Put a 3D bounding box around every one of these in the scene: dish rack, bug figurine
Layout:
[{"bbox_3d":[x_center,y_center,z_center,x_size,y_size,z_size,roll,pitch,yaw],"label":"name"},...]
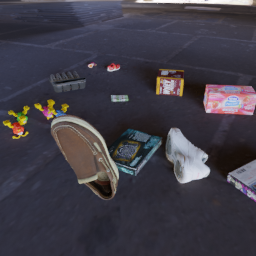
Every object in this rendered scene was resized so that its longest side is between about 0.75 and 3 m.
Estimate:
[{"bbox_3d":[-3.150,-2.447,14.197,1.649,0.587,2.150,-12,33,-21],"label":"dish rack"},{"bbox_3d":[-3.494,-0.410,10.764,2.383,0.613,1.848,-19,29,-21],"label":"bug figurine"}]

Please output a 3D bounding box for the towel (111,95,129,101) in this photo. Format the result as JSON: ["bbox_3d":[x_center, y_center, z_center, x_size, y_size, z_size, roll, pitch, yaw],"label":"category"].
[{"bbox_3d":[-0.381,-1.397,12.880,0.774,0.119,0.577,-2,32,-5],"label":"towel"}]

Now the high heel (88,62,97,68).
[{"bbox_3d":[-2.235,-3.799,16.715,0.371,0.261,0.774,26,34,21],"label":"high heel"}]

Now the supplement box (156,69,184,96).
[{"bbox_3d":[2.046,-2.212,13.533,1.239,0.834,1.256,6,31,9],"label":"supplement box"}]

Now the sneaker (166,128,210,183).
[{"bbox_3d":[1.844,0.811,8.661,1.098,0.861,2.211,1,39,-11],"label":"sneaker"}]

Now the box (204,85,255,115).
[{"bbox_3d":[4.257,-1.213,11.793,1.922,0.910,0.986,4,31,6],"label":"box"}]

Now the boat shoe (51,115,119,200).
[{"bbox_3d":[-0.916,0.842,6.771,1.009,2.733,1.011,-19,44,17],"label":"boat shoe"}]

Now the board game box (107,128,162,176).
[{"bbox_3d":[0.128,0.715,9.192,1.346,0.280,1.989,16,34,25],"label":"board game box"}]

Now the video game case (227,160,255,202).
[{"bbox_3d":[4.061,1.508,7.802,1.880,0.337,1.704,-18,35,-28],"label":"video game case"}]

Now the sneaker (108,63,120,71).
[{"bbox_3d":[-0.804,-3.556,16.214,0.358,0.394,0.929,23,38,33],"label":"sneaker"}]
